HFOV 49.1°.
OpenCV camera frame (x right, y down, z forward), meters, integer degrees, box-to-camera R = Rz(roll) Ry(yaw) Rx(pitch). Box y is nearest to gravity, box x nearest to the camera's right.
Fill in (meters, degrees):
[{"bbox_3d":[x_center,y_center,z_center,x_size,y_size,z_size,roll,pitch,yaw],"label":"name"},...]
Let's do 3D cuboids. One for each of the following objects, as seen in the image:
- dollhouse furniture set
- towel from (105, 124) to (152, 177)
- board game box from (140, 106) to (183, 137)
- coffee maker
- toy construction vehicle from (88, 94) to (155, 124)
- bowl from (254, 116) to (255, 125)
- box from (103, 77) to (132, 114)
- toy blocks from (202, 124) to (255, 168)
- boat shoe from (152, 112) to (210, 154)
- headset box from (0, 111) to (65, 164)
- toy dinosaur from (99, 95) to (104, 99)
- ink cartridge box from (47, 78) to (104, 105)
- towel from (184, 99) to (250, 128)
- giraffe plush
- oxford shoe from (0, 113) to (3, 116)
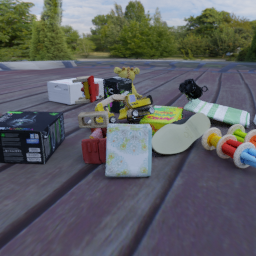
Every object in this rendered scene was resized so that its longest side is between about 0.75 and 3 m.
[{"bbox_3d":[-0.803,-0.326,8.336,1.041,2.559,1.377,-2,19,7],"label":"dollhouse furniture set"},{"bbox_3d":[0.026,0.576,7.335,1.201,1.404,0.338,2,-4,-5],"label":"towel"},{"bbox_3d":[1.441,-0.309,11.401,1.298,0.608,2.556,5,18,17],"label":"board game box"},{"bbox_3d":[2.773,-1.692,11.939,0.696,0.993,1.034,60,17,25],"label":"coffee maker"},{"bbox_3d":[-0.188,-0.752,11.136,2.724,0.959,2.371,-11,-2,-21],"label":"toy construction vehicle"},{"bbox_3d":[6.359,-0.346,11.269,2.087,0.779,2.085,2,18,7],"label":"bowl"},{"bbox_3d":[-0.502,-1.662,13.988,1.162,1.564,0.972,19,29,41],"label":"box"},{"bbox_3d":[3.573,0.580,8.337,1.804,0.786,2.164,-8,19,-21],"label":"toy blocks"},{"bbox_3d":[1.663,0.257,9.389,2.663,0.974,0.834,-25,-5,-36],"label":"boat shoe"},{"bbox_3d":[-3.277,0.203,9.059,1.980,1.055,2.274,2,18,5],"label":"headset box"},{"bbox_3d":[-1.118,-1.463,15.467,1.052,0.606,2.081,6,12,-42],"label":"toy dinosaur"},{"bbox_3d":[-2.991,-2.268,16.576,2.056,1.206,2.808,14,23,38],"label":"ink cartridge box"},{"bbox_3d":[3.966,-0.731,12.349,2.685,0.314,2.048,20,24,16],"label":"towel"},{"bbox_3d":[-0.207,-2.797,17.104,2.021,1.899,2.342,-13,22,-35],"label":"giraffe plush"},{"bbox_3d":[-5.106,-0.250,10.771,0.981,0.962,2.704,-1,18,-33],"label":"oxford shoe"}]
